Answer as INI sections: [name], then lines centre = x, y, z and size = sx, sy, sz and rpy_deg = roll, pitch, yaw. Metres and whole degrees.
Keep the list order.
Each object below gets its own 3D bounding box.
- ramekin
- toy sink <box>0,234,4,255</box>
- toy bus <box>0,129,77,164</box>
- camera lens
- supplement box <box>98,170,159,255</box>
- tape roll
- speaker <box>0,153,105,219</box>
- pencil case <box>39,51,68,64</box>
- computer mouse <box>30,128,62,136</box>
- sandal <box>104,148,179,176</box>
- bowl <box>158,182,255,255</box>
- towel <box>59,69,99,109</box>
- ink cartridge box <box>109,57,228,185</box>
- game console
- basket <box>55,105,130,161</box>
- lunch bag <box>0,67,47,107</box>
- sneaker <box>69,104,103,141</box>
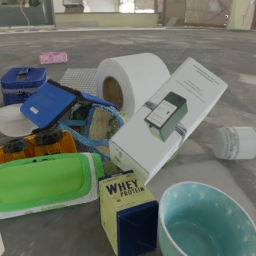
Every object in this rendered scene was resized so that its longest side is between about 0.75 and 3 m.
[ramekin]
centre = -4.197, -0.302, 10.833
size = 1.693, 0.789, 1.693
rpy_deg = 0, 26, 0
[toy sink]
centre = -3.503, 2.064, 5.443
size = 1.788, 1.165, 1.002
rpy_deg = 8, 26, 18
[toy bus]
centre = -2.721, 0.742, 8.199
size = 2.051, 1.392, 1.969
rpy_deg = -15, 16, -23
[camera lens]
centre = 3.469, 0.478, 8.909
size = 1.286, 1.029, 1.029
rpy_deg = -1, 25, -3
[supplement box]
centre = -0.032, 1.790, 5.892
size = 0.842, 1.255, 1.253
rpy_deg = -10, 27, -21
[tape roll]
centre = 0.157, -1.481, 11.010
size = 1.869, 2.722, 2.722
rpy_deg = -17, 30, -33
[speaker]
centre = -2.084, 1.365, 6.798
size = 2.927, 1.295, 1.295
rpy_deg = -7, 26, -15
[pencil case]
centre = -5.709, -5.376, 21.465
size = 2.078, 0.908, 0.908
rpy_deg = -7, 26, -17
[computer mouse]
centre = -2.757, 0.123, 9.700
size = 1.151, 0.377, 1.639
rpy_deg = -9, -1, -29
[sandal]
centre = 0.569, 0.730, 8.600
size = 1.170, 0.841, 2.946
rpy_deg = 23, 34, 40
[bowl]
centre = 1.343, 2.064, 5.311
size = 1.911, 0.999, 1.911
rpy_deg = 13, 34, -9
[towel]
centre = -2.086, -1.776, 13.139
size = 2.425, 1.038, 2.008
rpy_deg = 4, 50, 17
[ink cartridge box]
centre = 0.923, -0.023, 7.106
size = 1.199, 2.082, 2.853
rpy_deg = 40, 75, 12
[game console]
centre = -2.167, -0.705, 10.078
size = 2.402, 1.665, 2.814
rpy_deg = -47, 36, -13
[basket]
centre = -0.899, 0.104, 8.927
size = 2.298, 1.599, 2.026
rpy_deg = -6, 23, -43
[lunch bag]
centre = -4.712, -1.866, 12.891
size = 1.880, 1.831, 2.767
rpy_deg = -5, 25, -9
[sneaker]
centre = -1.535, -0.375, 10.808
size = 1.214, 0.907, 2.704
rpy_deg = -6, 23, -2
